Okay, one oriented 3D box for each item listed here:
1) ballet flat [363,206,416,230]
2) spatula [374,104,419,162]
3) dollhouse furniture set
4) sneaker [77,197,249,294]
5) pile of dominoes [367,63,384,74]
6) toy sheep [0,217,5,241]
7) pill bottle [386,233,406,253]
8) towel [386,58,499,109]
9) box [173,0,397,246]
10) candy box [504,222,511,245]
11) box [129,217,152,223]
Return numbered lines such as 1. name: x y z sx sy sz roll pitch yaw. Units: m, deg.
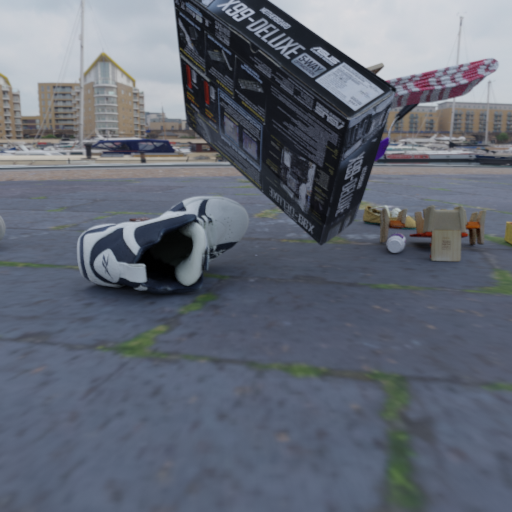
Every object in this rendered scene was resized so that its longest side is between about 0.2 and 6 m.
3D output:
1. ballet flat: 3.475 -1.030 14.629 0.570 0.523 1.659 -11 17 -43
2. spatula: 3.179 -2.959 12.742 0.292 2.840 0.803 35 -16 15
3. dollhouse furniture set: 3.631 -0.434 11.456 2.040 1.051 2.018 2 1 6
4. sneaker: -0.961 -0.160 8.803 3.167 1.264 2.061 -10 17 -39
5. pile of dominoes: 1.110 -3.374 12.387 3.213 0.512 2.504 -27 -5 -31
6. toy sheep: -5.613 -0.544 11.563 0.884 0.884 1.282 -5 13 -23
7. pill bottle: 2.835 -0.249 11.368 0.353 0.353 0.634 4 12 18
8. towel: 2.489 -2.676 9.458 2.698 0.404 1.974 -10 6 11
9. box: 0.236 -2.338 9.046 0.939 2.974 3.772 -37 66 -21
10. candy box: 5.938 -0.360 11.633 0.970 0.470 1.663 2 14 5
11. box: -2.672 -0.706 13.557 0.469 0.351 0.937 -9 17 -37
